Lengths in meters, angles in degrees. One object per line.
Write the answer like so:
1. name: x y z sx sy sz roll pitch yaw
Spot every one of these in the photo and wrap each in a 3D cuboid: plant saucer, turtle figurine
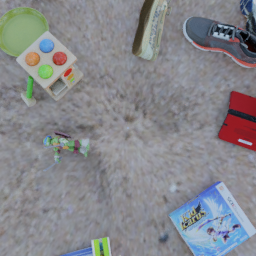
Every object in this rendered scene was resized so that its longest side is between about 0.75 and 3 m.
1. plant saucer: -3.185 -2.880 8.525 1.621 0.252 1.621 0 81 0
2. turtle figurine: -1.660 0.647 7.480 1.197 1.235 0.888 3 111 -16

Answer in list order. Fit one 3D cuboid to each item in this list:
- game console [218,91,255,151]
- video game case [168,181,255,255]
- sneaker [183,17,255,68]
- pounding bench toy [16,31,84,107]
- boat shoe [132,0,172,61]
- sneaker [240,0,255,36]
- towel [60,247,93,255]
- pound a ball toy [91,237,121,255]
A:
1. game console: 3.513 -0.166 8.117 1.530 0.908 1.318 19 112 4
2. video game case: 2.250 2.560 7.526 1.732 0.393 1.569 -33 81 -5
3. sneaker: 2.871 -2.696 8.080 2.571 1.053 0.991 24 81 4
4. pounding bench toy: -2.339 -1.434 7.678 1.133 1.422 1.823 43 83 7
5. boat shoe: 0.769 -3.164 8.339 0.731 0.855 2.333 18 89 -23
6. sneaker: 3.946 -3.559 8.513 0.747 0.676 1.754 -6 87 -11
7. towel: -1.163 4.201 7.373 1.369 0.226 1.891 -15 79 -1
8. pound a ball toy: -0.499 3.396 7.146 0.745 0.485 1.142 -7 68 -11
